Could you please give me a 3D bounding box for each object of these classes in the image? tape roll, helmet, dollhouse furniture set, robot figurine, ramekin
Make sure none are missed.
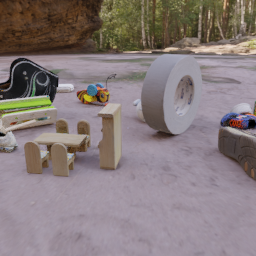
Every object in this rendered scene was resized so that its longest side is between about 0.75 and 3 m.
[{"bbox_3d":[1.692,-1.235,10.353,0.949,2.872,2.872,14,24,36],"label":"tape roll"},{"bbox_3d":[-4.535,-1.692,12.356,2.582,2.461,2.582,29,5,-2],"label":"helmet"},{"bbox_3d":[-1.481,0.167,8.159,2.461,1.635,2.157,3,19,9],"label":"dollhouse furniture set"},{"bbox_3d":[0.945,-0.855,12.119,1.497,0.997,1.765,20,23,11],"label":"robot figurine"},{"bbox_3d":[4.731,-0.591,11.636,0.873,0.873,0.407,-2,50,-5],"label":"ramekin"}]

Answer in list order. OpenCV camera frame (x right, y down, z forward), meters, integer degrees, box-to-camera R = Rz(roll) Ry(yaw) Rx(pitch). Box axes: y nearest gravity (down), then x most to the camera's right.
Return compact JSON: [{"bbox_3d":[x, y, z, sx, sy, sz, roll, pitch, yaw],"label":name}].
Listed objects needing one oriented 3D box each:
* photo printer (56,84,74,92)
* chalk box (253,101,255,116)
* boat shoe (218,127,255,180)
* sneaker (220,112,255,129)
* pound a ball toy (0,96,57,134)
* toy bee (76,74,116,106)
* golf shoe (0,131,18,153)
[{"bbox_3d":[-4.113,-2.561,17.978,1.218,0.423,1.013,-1,19,-3],"label":"photo printer"},{"bbox_3d":[5.792,-0.661,11.590,0.978,0.985,1.578,15,23,37],"label":"chalk box"},{"bbox_3d":[3.607,0.595,7.838,1.058,1.075,2.886,-3,20,-10],"label":"boat shoe"},{"bbox_3d":[4.445,-0.250,11.048,1.624,0.612,0.637,-4,24,-6],"label":"sneaker"},{"bbox_3d":[-3.998,-0.282,10.866,2.459,1.045,1.604,-13,48,-33],"label":"pound a ball toy"},{"bbox_3d":[-1.552,-1.657,14.470,1.645,1.366,2.513,-21,3,-36],"label":"toy bee"},{"bbox_3d":[-4.318,0.348,9.064,1.508,0.733,0.591,1,21,8],"label":"golf shoe"}]
